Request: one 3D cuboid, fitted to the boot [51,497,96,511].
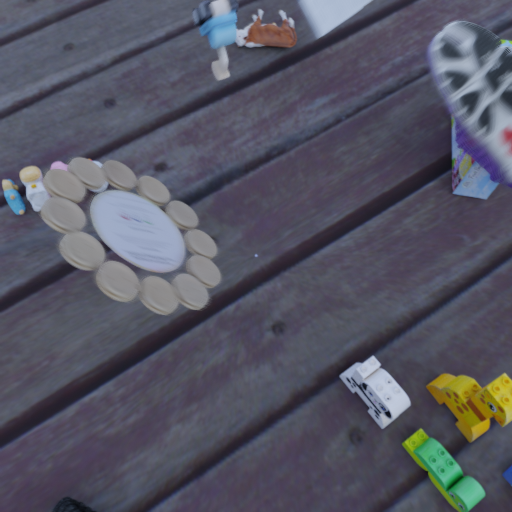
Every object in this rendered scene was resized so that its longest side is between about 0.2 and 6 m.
[{"bbox_3d":[-2.260,5.066,7.742,2.981,1.122,2.229,31,67,15],"label":"boot"}]

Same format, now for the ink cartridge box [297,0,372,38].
[{"bbox_3d":[1.424,-5.165,10.743,1.361,1.358,0.276,-35,24,-3],"label":"ink cartridge box"}]

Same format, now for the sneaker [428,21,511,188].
[{"bbox_3d":[3.447,-2.122,8.744,1.257,3.118,1.301,-47,27,-10],"label":"sneaker"}]

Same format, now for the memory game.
[{"bbox_3d":[-1.824,-0.363,8.640,3.087,0.197,3.087,32,31,-22],"label":"memory game"}]

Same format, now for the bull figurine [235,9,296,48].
[{"bbox_3d":[0.210,-5.412,13.495,1.556,0.507,0.945,7,82,-1],"label":"bull figurine"}]

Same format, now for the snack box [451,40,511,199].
[{"bbox_3d":[4.664,-2.717,11.267,0.821,2.045,2.425,11,62,1],"label":"snack box"}]

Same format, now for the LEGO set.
[{"bbox_3d":[3.452,2.914,8.449,1.732,1.864,4.541,-33,67,-17],"label":"LEGO set"}]

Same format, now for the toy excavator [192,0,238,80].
[{"bbox_3d":[-0.712,-4.142,10.780,0.668,1.301,1.338,-21,105,-17],"label":"toy excavator"}]

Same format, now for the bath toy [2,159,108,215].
[{"bbox_3d":[-4.040,-1.521,11.421,2.022,0.879,0.747,-16,32,-10],"label":"bath toy"}]
